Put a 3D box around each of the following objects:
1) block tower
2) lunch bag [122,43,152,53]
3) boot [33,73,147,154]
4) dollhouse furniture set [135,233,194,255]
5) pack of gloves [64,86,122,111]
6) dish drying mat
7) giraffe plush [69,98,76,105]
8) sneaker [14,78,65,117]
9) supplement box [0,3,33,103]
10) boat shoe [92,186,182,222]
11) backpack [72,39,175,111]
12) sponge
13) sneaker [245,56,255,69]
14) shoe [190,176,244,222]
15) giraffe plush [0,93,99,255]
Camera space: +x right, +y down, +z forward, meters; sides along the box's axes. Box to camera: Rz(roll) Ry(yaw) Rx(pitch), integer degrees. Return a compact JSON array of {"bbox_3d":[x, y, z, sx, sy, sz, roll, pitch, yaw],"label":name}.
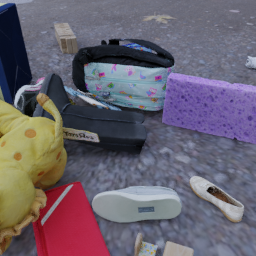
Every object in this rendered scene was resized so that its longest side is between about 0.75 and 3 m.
[{"bbox_3d":[-2.993,-4.329,13.323,0.705,0.755,2.612,-11,36,-16],"label":"block tower"},{"bbox_3d":[0.281,-2.833,11.058,1.229,0.925,0.578,-10,36,-14],"label":"lunch bag"},{"bbox_3d":[-0.897,-0.429,7.199,2.654,0.871,2.188,5,52,-5],"label":"boot"},{"bbox_3d":[0.606,2.241,3.933,1.382,0.979,1.505,12,38,16],"label":"dollhouse furniture set"},{"bbox_3d":[-1.133,-0.752,8.358,1.804,0.356,1.516,29,12,37],"label":"pack of gloves"},{"bbox_3d":[-0.937,2.090,4.751,1.123,0.266,2.924,-13,37,-19],"label":"dish drying mat"},{"bbox_3d":[-1.902,-0.626,8.225,0.785,0.909,0.737,51,21,4],"label":"giraffe plush"},{"bbox_3d":[-2.586,-0.956,8.530,0.921,0.857,2.134,10,38,12],"label":"sneaker"},{"bbox_3d":[-4.905,-2.399,8.922,2.687,2.690,1.806,3,36,4],"label":"supplement box"},{"bbox_3d":[0.176,1.443,5.501,1.706,0.595,0.607,0,14,4],"label":"boat shoe"},{"bbox_3d":[0.025,-1.630,8.564,2.857,1.809,2.384,12,34,14],"label":"backpack"},{"bbox_3d":[2.280,-0.517,7.344,2.677,1.493,0.399,14,39,18],"label":"sponge"},{"bbox_3d":[5.180,-2.753,11.344,0.697,0.455,1.212,15,42,15],"label":"sneaker"},{"bbox_3d":[1.797,1.349,5.717,0.454,0.346,1.298,-23,42,-29],"label":"shoe"},{"bbox_3d":[-2.120,0.903,4.902,2.763,2.384,2.241,-3,45,25],"label":"giraffe plush"}]
